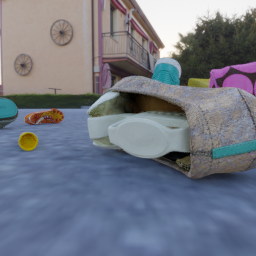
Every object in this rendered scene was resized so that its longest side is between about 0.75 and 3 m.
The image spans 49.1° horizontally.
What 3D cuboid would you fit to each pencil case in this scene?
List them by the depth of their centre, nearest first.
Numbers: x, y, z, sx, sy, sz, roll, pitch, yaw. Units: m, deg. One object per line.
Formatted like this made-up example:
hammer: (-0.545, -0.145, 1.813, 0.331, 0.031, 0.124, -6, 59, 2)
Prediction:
pencil case: (3.223, -0.785, 6.113, 2.829, 1.325, 1.284, -9, -28, 7)

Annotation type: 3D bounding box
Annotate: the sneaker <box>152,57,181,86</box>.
sneaker: (0.900, -0.524, 6.682, 0.868, 1.254, 2.077, 11, -26, 21)

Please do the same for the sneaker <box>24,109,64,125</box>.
sneaker: (-2.640, -0.370, 8.913, 0.522, 0.494, 1.354, 2, 4, 39)

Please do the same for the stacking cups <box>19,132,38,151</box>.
stacking cups: (-1.448, 0.178, 3.984, 0.246, 0.246, 0.812, -2, 0, -24)

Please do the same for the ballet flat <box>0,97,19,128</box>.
ballet flat: (-3.810, -0.234, 6.297, 0.877, 0.928, 2.753, -29, -13, 31)

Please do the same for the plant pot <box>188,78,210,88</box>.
plant pot: (3.950, -1.269, 13.087, 1.848, 1.848, 1.630, -2, 16, -21)

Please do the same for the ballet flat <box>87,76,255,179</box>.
ballet flat: (0.104, -0.091, 3.124, 0.956, 0.968, 2.843, -17, 11, -27)
